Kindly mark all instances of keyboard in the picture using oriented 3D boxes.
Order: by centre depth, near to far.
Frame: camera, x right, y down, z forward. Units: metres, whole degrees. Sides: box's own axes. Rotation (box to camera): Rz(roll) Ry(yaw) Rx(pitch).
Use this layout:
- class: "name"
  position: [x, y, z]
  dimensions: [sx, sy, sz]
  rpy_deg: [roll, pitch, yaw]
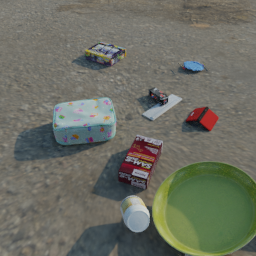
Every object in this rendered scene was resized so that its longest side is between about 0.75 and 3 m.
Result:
- class: "keyboard"
  position: [1.446, -0.890, 11.573]
  dimensions: [0.568, 0.108, 2.020]
  rpy_deg: [26, 46, 36]

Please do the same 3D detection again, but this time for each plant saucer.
- class: "plant saucer"
  position: [1.933, 1.964, 6.956]
  dimensions: [2.664, 0.414, 2.664]
  rpy_deg: [-16, 37, 12]

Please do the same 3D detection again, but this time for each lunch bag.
- class: "lunch bag"
  position: [-1.538, -0.305, 10.227]
  dimensions: [2.290, 0.883, 1.837]
  rpy_deg: [-7, 40, -8]

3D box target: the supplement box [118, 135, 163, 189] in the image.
- class: "supplement box"
  position: [0.429, 1.031, 8.909]
  dimensions: [0.943, 0.528, 1.733]
  rpy_deg: [13, 43, 15]

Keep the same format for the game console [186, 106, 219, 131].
- class: "game console"
  position: [2.881, -0.333, 10.885]
  dimensions: [0.878, 0.605, 1.019]
  rpy_deg: [-8, 27, 43]

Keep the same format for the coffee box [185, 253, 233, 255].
- class: "coffee box"
  position: [1.898, 3.008, 6.628]
  dimensions: [1.014, 0.404, 0.580]
  rpy_deg: [16, 42, 18]

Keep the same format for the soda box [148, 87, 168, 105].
- class: "soda box"
  position: [1.282, -1.358, 11.869]
  dimensions: [0.360, 0.322, 1.016]
  rpy_deg: [-22, 40, -22]

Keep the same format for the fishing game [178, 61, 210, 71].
- class: "fishing game"
  position: [3.289, -3.094, 14.118]
  dimensions: [1.490, 0.232, 1.067]
  rpy_deg: [-5, 40, -18]

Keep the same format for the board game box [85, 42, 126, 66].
- class: "board game box"
  position: [-1.189, -3.966, 14.944]
  dimensions: [1.727, 0.490, 1.427]
  rpy_deg: [23, 47, 25]

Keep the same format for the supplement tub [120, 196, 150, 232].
- class: "supplement tub"
  position: [0.175, 2.153, 7.045]
  dimensions: [0.647, 0.647, 0.896]
  rpy_deg: [-7, 9, -9]
